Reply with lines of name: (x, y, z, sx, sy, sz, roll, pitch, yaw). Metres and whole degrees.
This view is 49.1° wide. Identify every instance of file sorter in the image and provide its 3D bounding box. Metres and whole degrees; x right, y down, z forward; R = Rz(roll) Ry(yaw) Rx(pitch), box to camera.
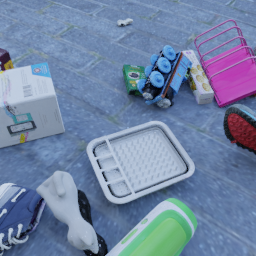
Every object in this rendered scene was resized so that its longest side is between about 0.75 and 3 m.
file sorter: (3.722, -2.513, 10.487, 1.838, 1.659, 2.645, -24, 45, 21)

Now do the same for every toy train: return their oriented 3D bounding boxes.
toy train: (1.418, -1.914, 10.554, 1.504, 1.141, 2.632, 37, 59, -20)

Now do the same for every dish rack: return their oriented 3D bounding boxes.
dish rack: (0.341, 1.036, 8.503, 2.762, 0.601, 2.371, -18, 50, -15)

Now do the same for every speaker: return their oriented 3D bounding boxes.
speaker: (0.445, 2.848, 6.543, 2.640, 1.167, 1.167, -36, 57, -28)

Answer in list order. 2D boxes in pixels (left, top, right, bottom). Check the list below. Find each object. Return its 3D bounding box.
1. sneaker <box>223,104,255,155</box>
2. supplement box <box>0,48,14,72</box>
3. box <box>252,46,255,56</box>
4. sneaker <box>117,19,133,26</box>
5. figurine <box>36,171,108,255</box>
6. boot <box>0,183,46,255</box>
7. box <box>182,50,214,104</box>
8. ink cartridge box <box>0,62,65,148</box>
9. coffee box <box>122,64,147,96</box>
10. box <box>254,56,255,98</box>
sneaker: (3.936, 0.009, 8.449, 2.897, 1.149, 1.384, 32, 54, -23)
supplement box: (-5.537, -1.652, 10.246, 1.188, 1.530, 2.773, 21, 52, 17)
box: (6.847, -2.979, 11.568, 2.512, 1.318, 2.311, -27, 55, -23)
sneaker: (-0.131, -5.416, 14.453, 0.810, 0.304, 0.328, -12, 61, -5)
figurine: (-1.154, 2.185, 6.584, 0.853, 1.980, 1.932, -33, 59, -12)
boot: (-3.069, 2.602, 6.812, 1.262, 1.016, 2.794, 6, 48, 13)
box: (2.713, -2.114, 11.313, 0.588, 0.549, 2.839, -5, 49, -5)
ink cartridge box: (-3.595, -0.740, 9.263, 2.453, 1.791, 1.799, -14, 50, -12)
coffee box: (0.340, -1.911, 11.133, 0.935, 0.334, 1.520, 0, 50, -18)
box: (5.226, -2.021, 10.993, 0.716, 0.913, 1.468, -3, 49, -2)
